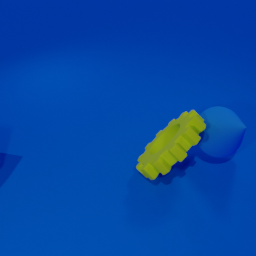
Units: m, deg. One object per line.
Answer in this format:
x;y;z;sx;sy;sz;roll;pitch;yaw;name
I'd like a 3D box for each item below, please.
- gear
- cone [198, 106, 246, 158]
0.995;0.382;6.715;0.354;1.914;1.914;44;46;-8;gear
2.337;0.045;6.349;1.278;1.278;1.283;1;-5;-6;cone
